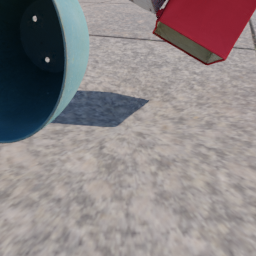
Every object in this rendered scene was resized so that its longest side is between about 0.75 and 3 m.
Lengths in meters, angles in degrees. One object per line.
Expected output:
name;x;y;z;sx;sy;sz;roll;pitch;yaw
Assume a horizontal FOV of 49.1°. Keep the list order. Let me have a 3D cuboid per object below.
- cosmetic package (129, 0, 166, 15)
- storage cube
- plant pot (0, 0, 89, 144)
cosmetic package;0.630;-4.068;7.669;1.028;1.247;1.029;35;0;18
storage cube;2.107;-3.170;7.717;2.305;2.072;1.970;29;8;-3
plant pot;-1.783;-1.439;4.621;2.885;2.885;1.943;11;23;16
